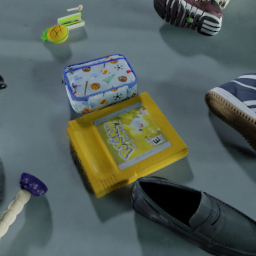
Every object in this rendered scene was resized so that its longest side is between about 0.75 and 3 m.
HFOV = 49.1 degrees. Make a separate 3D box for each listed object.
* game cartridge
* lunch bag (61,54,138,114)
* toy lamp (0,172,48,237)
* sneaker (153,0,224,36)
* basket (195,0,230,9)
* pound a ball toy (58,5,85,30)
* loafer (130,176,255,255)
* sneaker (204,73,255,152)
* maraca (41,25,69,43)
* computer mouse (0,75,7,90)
[{"bbox_3d":[-0.092,0.266,6.662,2.327,0.377,2.051,-23,58,-16],"label":"game cartridge"},{"bbox_3d":[-0.794,-1.259,7.523,1.929,0.729,1.545,-15,55,-12],"label":"lunch bag"},{"bbox_3d":[-2.508,2.043,5.255,0.733,0.733,2.517,23,56,15],"label":"toy lamp"},{"bbox_3d":[2.110,-4.003,9.421,2.391,0.905,1.381,30,55,8],"label":"sneaker"},{"bbox_3d":[3.292,-5.855,10.005,1.717,1.887,2.784,25,59,14],"label":"basket"},{"bbox_3d":[-1.863,-3.617,9.282,0.931,0.396,0.607,-24,94,-16],"label":"pound a ball toy"},{"bbox_3d":[1.348,1.681,5.298,2.806,0.985,0.953,20,58,13],"label":"loafer"},{"bbox_3d":[3.330,-0.317,6.710,1.492,0.964,2.750,-31,58,-17],"label":"sneaker"},{"bbox_3d":[-2.307,-2.960,8.847,0.935,0.500,0.641,4,65,18],"label":"maraca"},{"bbox_3d":[-3.371,-1.053,4.392,2.012,2.866,0.660,-5,89,-4],"label":"computer mouse"}]
